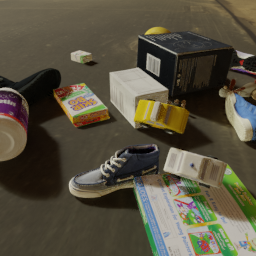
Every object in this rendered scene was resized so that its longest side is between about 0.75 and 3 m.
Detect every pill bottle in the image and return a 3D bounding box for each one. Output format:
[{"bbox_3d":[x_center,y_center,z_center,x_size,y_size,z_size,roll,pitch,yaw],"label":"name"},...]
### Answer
[{"bbox_3d":[-3.686,-0.256,8.263,1.396,1.396,2.482,-8,34,-13],"label":"pill bottle"}]

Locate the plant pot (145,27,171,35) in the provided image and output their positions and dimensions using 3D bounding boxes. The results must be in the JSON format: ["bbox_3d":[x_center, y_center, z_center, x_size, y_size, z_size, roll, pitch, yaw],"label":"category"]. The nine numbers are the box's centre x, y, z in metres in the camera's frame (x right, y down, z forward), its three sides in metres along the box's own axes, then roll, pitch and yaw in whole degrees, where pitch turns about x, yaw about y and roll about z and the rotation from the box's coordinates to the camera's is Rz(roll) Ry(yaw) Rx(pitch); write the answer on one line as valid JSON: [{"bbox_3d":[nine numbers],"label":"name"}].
[{"bbox_3d":[1.338,-3.738,13.574,1.706,1.706,1.605,11,49,17],"label":"plant pot"}]

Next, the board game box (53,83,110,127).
[{"bbox_3d":[-1.754,-0.913,10.276,1.285,0.403,2.690,-16,39,-22],"label":"board game box"}]

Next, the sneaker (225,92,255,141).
[{"bbox_3d":[3.994,-0.456,9.033,1.233,0.850,2.216,-5,37,3],"label":"sneaker"}]

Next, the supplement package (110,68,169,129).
[{"bbox_3d":[0.311,-1.121,9.780,1.237,1.192,2.176,-14,35,-20],"label":"supplement package"}]

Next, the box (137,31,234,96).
[{"bbox_3d":[2.157,-2.727,11.288,2.678,1.688,2.724,-15,36,-24],"label":"box"}]

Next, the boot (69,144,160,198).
[{"bbox_3d":[-0.321,0.944,6.738,2.246,1.015,0.817,-9,34,-13],"label":"boot"}]

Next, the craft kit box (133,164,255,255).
[{"bbox_3d":[1.530,1.823,5.841,2.405,0.591,2.435,-8,34,-8],"label":"craft kit box"}]

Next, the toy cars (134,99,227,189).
[{"bbox_3d":[1.030,0.245,6.166,1.208,0.597,2.695,-35,66,10],"label":"toy cars"}]

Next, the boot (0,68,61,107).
[{"bbox_3d":[-4.323,-1.740,10.836,2.350,1.068,2.797,20,44,22],"label":"boot"}]

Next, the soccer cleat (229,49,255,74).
[{"bbox_3d":[5.473,-3.112,13.332,1.054,0.982,2.879,8,16,-40],"label":"soccer cleat"}]

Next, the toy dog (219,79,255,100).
[{"bbox_3d":[4.462,-1.568,10.848,1.648,0.794,1.087,-14,35,-21],"label":"toy dog"}]

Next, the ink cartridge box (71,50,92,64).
[{"bbox_3d":[-2.423,-3.695,14.536,0.907,0.381,0.657,23,39,32],"label":"ink cartridge box"}]

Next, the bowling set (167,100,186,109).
[{"bbox_3d":[1.809,-0.711,9.846,0.822,0.442,0.572,-15,35,-21],"label":"bowling set"}]
